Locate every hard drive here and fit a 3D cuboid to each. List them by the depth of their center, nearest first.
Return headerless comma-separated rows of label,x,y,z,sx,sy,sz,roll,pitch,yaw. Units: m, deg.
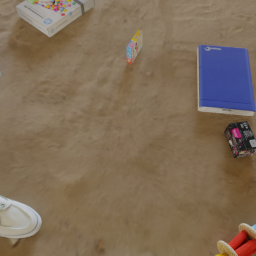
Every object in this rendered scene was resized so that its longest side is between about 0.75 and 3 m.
hard drive,3.053,-1.580,8.888,1.643,0.316,2.491,6,61,3

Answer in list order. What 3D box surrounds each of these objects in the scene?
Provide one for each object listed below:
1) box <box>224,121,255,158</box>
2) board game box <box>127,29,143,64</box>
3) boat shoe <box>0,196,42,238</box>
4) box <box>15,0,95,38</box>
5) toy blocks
box,3.121,0.318,7.729,0.570,0.495,0.863,-8,62,-6
board game box,0.228,-2.702,9.308,0.183,0.693,0.906,22,63,13
boat shoe,-3.200,2.011,6.628,2.244,0.749,0.825,12,61,7
box,-2.683,-4.563,10.482,1.802,0.476,2.311,37,68,19
toy blocks,2.622,2.674,5.786,2.049,1.708,0.744,-29,96,-15
